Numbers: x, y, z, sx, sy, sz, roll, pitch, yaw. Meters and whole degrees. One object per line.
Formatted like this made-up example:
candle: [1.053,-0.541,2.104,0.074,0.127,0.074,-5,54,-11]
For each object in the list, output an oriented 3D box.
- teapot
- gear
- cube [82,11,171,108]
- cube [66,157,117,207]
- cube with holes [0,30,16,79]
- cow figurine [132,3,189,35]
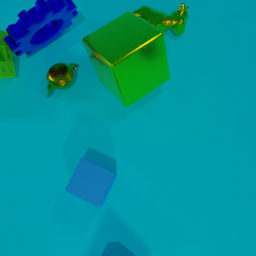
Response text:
teapot: [-1.736,-1.271,7.239,0.721,0.568,1.160,40,81,18]
gear: [-2.109,-2.508,6.913,1.905,1.905,0.352,-38,96,-11]
cube: [-0.007,-1.639,6.706,1.391,1.391,1.391,-35,53,-10]
cube: [-0.794,1.224,6.294,0.797,0.797,0.797,24,78,7]
cube with holes: [-3.617,-1.756,6.822,1.137,1.137,1.137,-6,98,5]
cow figurine: [0.894,-2.993,7.713,1.409,0.786,1.432,-43,70,-13]
